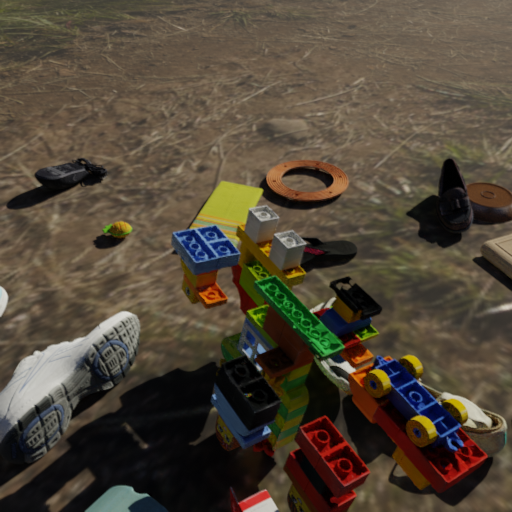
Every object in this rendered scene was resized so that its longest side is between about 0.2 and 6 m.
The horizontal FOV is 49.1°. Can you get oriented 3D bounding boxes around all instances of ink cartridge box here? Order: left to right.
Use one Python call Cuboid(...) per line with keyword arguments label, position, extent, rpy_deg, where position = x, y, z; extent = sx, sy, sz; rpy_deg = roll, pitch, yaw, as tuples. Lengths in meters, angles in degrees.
Cuboid(label="ink cartridge box", position=(0.121, 3.338, 6.659), extent=(0.408, 0.704, 1.212), rpy_deg=(-18, 40, -22))

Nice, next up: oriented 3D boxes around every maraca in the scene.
Cuboid(label="maraca", position=(-3.018, -0.569, 12.166), extent=(0.641, 0.343, 0.439), rpy_deg=(5, 31, 10))

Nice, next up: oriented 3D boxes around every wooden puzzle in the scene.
Cuboid(label="wooden puzzle", position=(5.922, 0.101, 11.306), extent=(2.032, 0.378, 1.880), rpy_deg=(-19, 41, -16))

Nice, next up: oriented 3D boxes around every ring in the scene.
Cuboid(label="ring", position=(1.276, -1.863, 14.021), extent=(2.039, 0.196, 2.039), rpy_deg=(-1, 37, 1))

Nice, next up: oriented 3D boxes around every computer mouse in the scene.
Cuboid(label="computer mouse", position=(-4.697, -1.979, 14.025), extent=(1.184, 0.451, 1.709), rpy_deg=(28, 34, 32))

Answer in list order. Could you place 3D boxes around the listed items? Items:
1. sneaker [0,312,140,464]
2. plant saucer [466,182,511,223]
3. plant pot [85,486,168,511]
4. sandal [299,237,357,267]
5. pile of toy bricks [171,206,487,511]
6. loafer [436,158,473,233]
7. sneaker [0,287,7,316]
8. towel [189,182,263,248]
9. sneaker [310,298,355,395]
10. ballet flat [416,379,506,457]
Cuboid(label="sneaker", position=(-2.956, 1.731, 8.570), extent=(1.257, 1.076, 2.887), rpy_deg=(18, 40, 30))
Cuboid(label="plant saucer", position=(5.450, -1.339, 13.236), extent=(1.621, 0.296, 1.621), rpy_deg=(0, 36, 0))
Cuboid(label="plant pot", position=(-1.655, 3.465, 5.896), extent=(1.649, 1.649, 1.615), rpy_deg=(18, 32, 22))
Cuboid(label="sandal", position=(1.143, -0.165, 11.538), extent=(1.953, 0.440, 0.733), rpy_deg=(-8, 38, -11))
Cuboid(label="pile of toy bricks", position=(0.293, 1.635, 7.540), extent=(2.662, 2.369, 4.798), rpy_deg=(-13, 44, -32))
Cuboid(label="loafer", position=(4.460, -1.413, 12.796), extent=(0.777, 0.681, 2.162), rpy_deg=(-9, 40, 20))
Cuboid(label="sneaker", position=(-5.101, 1.014, 9.676), extent=(0.719, 0.797, 1.944), rpy_deg=(12, 39, 14))
Cuboid(label="towel", position=(-0.674, -0.938, 12.788), extent=(1.117, 0.234, 2.595), rpy_deg=(13, 37, 8))
Cuboid(label="sneaker", position=(1.319, 1.356, 9.019), extent=(0.816, 0.704, 1.860), rpy_deg=(-38, 36, 12))
Cuboid(label="ballet flat", position=(2.527, 2.146, 8.233), extent=(2.271, 0.708, 0.766), rpy_deg=(19, 45, 24))
